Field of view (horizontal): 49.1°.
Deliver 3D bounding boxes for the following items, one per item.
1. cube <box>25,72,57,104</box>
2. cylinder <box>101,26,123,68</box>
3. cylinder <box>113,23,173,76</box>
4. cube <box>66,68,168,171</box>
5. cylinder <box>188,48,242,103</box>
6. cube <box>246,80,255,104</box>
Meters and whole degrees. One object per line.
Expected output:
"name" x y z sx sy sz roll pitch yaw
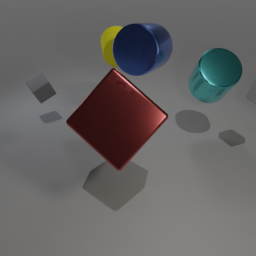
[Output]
"cube" -3.199 -1.480 10.314 0.700 0.700 0.700 -36 58 -9
"cylinder" -0.468 -3.600 12.378 1.400 1.400 1.400 -4 38 -7
"cylinder" 0.460 -2.340 8.235 1.400 1.400 1.400 13 25 20
"cube" -0.158 -0.153 5.842 1.400 1.400 1.400 42 3 4
"cylinder" 2.878 -1.718 9.411 1.400 1.400 1.400 1 75 -2
"cube" 4.146 -1.043 8.370 0.700 0.700 0.700 -5 40 -30
